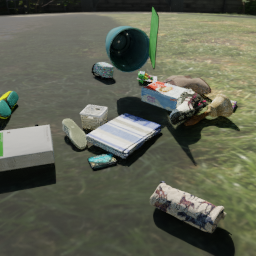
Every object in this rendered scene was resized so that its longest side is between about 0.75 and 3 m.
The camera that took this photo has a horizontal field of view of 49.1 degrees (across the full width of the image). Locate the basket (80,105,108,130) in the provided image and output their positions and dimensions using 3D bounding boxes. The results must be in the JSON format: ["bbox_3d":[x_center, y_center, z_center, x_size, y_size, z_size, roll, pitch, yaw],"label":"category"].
[{"bbox_3d":[-1.399,-0.447,11.756,0.911,0.739,0.919,9,31,15],"label":"basket"}]

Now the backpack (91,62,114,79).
[{"bbox_3d":[-1.478,-3.550,17.210,1.165,0.884,1.396,-16,35,-30],"label":"backpack"}]

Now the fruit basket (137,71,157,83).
[{"bbox_3d":[1.147,-3.010,16.598,1.159,0.543,1.073,6,29,5],"label":"fruit basket"}]

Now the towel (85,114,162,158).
[{"bbox_3d":[-0.109,0.208,10.882,1.956,0.317,2.664,22,34,28],"label":"towel"}]

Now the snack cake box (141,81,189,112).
[{"bbox_3d":[1.909,-1.558,13.733,2.263,0.760,1.302,24,39,37],"label":"snack cake box"}]

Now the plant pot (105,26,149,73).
[{"bbox_3d":[-0.191,-4.191,14.260,2.176,2.176,2.044,-9,32,-16],"label":"plant pot"}]

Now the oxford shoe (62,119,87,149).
[{"bbox_3d":[-2.058,0.276,10.801,0.615,0.472,1.636,-14,47,-35],"label":"oxford shoe"}]

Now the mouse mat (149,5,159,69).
[{"bbox_3d":[1.125,-4.014,12.411,0.088,2.326,1.871,-1,38,-5],"label":"mouse mat"}]

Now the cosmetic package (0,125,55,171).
[{"bbox_3d":[-3.539,0.673,9.271,2.052,0.870,1.104,-10,57,-14],"label":"cosmetic package"}]

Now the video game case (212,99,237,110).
[{"bbox_3d":[4.653,-1.159,13.608,1.060,0.190,0.961,16,33,26],"label":"video game case"}]

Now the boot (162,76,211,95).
[{"bbox_3d":[2.971,-2.162,14.922,1.777,0.854,2.431,-19,32,-18],"label":"boot"}]

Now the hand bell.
[{"bbox_3d":[3.337,-0.575,12.115,2.130,1.109,1.109,-25,36,-16],"label":"hand bell"}]

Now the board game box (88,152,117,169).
[{"bbox_3d":[-0.885,1.115,9.580,0.871,0.123,0.589,-12,31,-20],"label":"board game box"}]

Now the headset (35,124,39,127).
[{"bbox_3d":[-3.401,0.507,10.139,0.846,0.644,1.370,1,40,0],"label":"headset"}]

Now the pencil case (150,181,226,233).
[{"bbox_3d":[1.542,2.036,7.286,1.850,0.720,0.827,18,23,29],"label":"pencil case"}]

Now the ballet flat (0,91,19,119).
[{"bbox_3d":[-5.743,-0.971,12.821,0.843,0.840,2.514,-21,26,6],"label":"ballet flat"}]

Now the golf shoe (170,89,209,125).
[{"bbox_3d":[2.384,-0.908,12.004,2.562,0.989,1.128,-25,75,-47],"label":"golf shoe"}]
